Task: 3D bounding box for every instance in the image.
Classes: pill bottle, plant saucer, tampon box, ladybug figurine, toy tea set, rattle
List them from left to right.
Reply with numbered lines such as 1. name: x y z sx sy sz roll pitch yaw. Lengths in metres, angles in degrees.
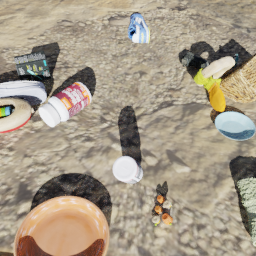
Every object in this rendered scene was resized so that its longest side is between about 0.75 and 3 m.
1. ladybug figurine: -4.508 -0.383 10.091 2.248 0.809 1.526 -7 49 -4
2. tampon box: -4.118 -2.624 12.117 1.282 0.960 0.809 -15 49 -14
3. plant saucer: -1.664 2.894 7.237 2.385 0.446 2.385 1 46 -1
4. pill bottle: -2.323 -0.882 10.454 1.003 1.003 1.831 31 54 26
5. pill bottle: 0.039 1.237 8.055 0.694 1.198 0.694 -4 73 13
6. toy tea set: 1.029 2.352 7.956 0.550 0.342 0.925 -12 43 31
7. rattle: 4.130 -1.942 11.550 2.696 1.755 1.926 -12 54 -48
8. plant saucer: 3.842 -0.013 10.139 1.422 0.274 1.422 0 46 0

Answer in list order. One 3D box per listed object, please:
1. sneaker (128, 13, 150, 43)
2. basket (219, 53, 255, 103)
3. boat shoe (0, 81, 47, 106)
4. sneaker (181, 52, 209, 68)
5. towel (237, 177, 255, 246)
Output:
1. sneaker: 0.403 -5.252 14.684 0.984 0.884 2.392 -12 47 -8
2. basket: 4.969 -1.876 11.624 2.145 1.598 1.531 -39 91 -31
3. boat shoe: -4.685 -1.306 10.968 2.869 1.056 0.938 -4 42 -18
4. sneaker: 2.962 -2.967 12.769 0.798 0.533 1.394 -32 51 -25
5. towel: 4.711 2.311 7.758 2.982 0.544 2.213 2 46 2
